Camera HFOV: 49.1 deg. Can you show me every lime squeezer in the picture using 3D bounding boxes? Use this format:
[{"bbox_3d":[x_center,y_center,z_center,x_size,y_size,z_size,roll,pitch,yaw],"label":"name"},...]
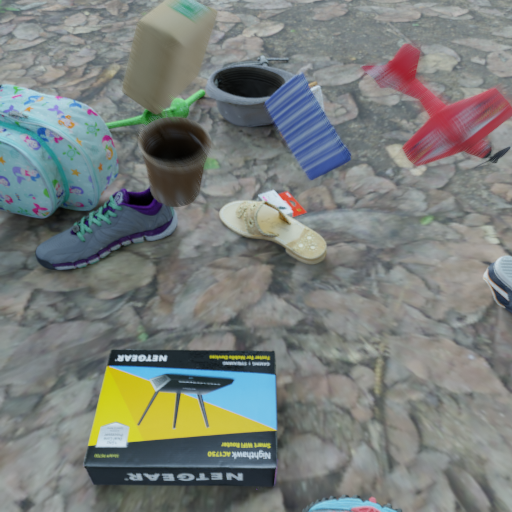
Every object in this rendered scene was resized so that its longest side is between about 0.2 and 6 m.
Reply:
[{"bbox_3d":[-2.633,-3.986,15.337,3.391,0.640,1.197,-27,51,-24],"label":"lime squeezer"}]

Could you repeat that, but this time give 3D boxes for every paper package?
[{"bbox_3d":[-1.555,-3.692,10.116,0.854,1.573,1.650,30,47,-1],"label":"paper package"}]

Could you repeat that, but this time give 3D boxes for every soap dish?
[{"bbox_3d":[1.144,-3.818,14.843,1.465,1.152,0.595,-36,38,-31],"label":"soap dish"}]

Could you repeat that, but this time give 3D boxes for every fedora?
[{"bbox_3d":[-0.138,-4.257,15.226,2.523,1.139,2.232,14,45,17],"label":"fedora"}]

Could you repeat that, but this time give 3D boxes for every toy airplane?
[{"bbox_3d":[3.204,-2.633,10.135,3.077,3.077,0.566,27,74,25],"label":"toy airplane"}]

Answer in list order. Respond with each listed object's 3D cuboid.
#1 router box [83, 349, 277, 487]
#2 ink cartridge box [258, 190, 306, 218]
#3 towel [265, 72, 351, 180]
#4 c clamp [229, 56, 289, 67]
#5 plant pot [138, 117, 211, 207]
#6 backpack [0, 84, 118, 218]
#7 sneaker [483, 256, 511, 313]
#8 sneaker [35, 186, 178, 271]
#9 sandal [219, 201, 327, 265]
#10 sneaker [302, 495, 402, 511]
[{"bbox_3d":[-1.041,2.444,8.663,2.719,0.694,2.028,0,44,0],"label":"router box"},{"bbox_3d":[0.595,-1.180,12.752,0.789,0.198,0.909,-21,48,-18],"label":"ink cartridge box"},{"bbox_3d":[0.912,-2.277,10.093,0.207,1.258,1.738,-34,96,-29],"label":"towel"},{"bbox_3d":[0.063,-5.573,17.161,2.052,0.325,2.402,-1,44,-1],"label":"c clamp"},{"bbox_3d":[-1.478,-1.650,10.274,1.264,1.251,1.264,3,55,-5],"label":"plant pot"},{"bbox_3d":[-4.551,-2.141,12.025,2.905,2.578,2.187,10,47,9],"label":"backpack"},{"bbox_3d":[5.026,0.798,10.445,0.694,0.702,1.769,-35,79,-24],"label":"sneaker"},{"bbox_3d":[-3.121,-0.767,11.518,3.008,1.317,1.119,-22,48,-22],"label":"sneaker"},{"bbox_3d":[0.312,-0.788,11.749,2.681,0.882,0.983,29,63,26],"label":"sandal"},{"bbox_3d":[1.728,3.888,6.973,2.592,1.028,1.238,13,47,14],"label":"sneaker"}]
